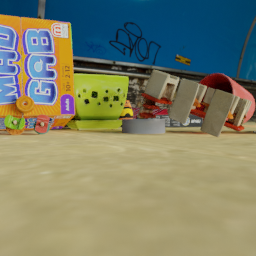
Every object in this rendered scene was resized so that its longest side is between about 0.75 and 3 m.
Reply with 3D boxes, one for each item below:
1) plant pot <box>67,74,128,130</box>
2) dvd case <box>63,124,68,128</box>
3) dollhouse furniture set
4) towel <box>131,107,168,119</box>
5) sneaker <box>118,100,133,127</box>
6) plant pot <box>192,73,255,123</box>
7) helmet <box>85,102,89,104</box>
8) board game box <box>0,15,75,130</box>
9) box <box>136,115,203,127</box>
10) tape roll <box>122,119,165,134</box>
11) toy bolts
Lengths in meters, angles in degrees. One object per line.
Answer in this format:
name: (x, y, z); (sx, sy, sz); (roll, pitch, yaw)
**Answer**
plant pot: (-1.275, -0.879, 10.212); (2.068, 1.877, 2.058); (-1, 3, -25)
dvd case: (-3.264, -0.223, 13.542); (1.835, 0.197, 2.468); (0, 6, 8)
dollhouse furniture set: (1.768, -0.484, 7.649); (2.759, 1.437, 2.790); (25, 14, 27)
towel: (0.548, -0.672, 16.039); (2.988, 0.336, 2.161); (7, 26, 44)
sneaker: (-0.528, -0.749, 13.891); (1.048, 1.348, 2.996); (-1, 2, -24)
plant pot: (5.446, -1.361, 15.670); (2.575, 2.910, 2.910); (11, -4, -32)
helmet: (-2.591, -0.837, 16.606); (1.416, 1.350, 1.416); (13, -32, 8)
board game box: (-3.166, -1.418, 8.341); (2.654, 2.656, 2.654); (-2, -8, -21)
box: (1.919, -0.347, 13.508); (2.651, 0.587, 2.123); (-1, 3, -13)
tape roll: (0.433, -0.058, 7.854); (1.214, 0.401, 1.214); (-1, 2, 0)
toy bolts: (-2.434, -0.207, 6.983); (1.016, 0.971, 0.705); (18, -20, -14)
